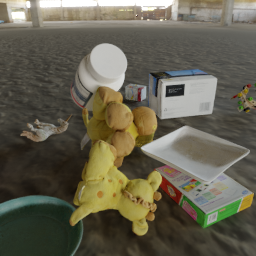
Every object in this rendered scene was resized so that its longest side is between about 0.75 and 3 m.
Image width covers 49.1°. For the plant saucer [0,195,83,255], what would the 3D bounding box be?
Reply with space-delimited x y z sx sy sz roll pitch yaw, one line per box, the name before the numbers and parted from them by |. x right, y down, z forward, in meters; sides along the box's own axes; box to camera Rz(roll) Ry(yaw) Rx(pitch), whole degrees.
plant saucer | -2.203 2.386 5.853 2.536 0.456 2.536 0 25 0

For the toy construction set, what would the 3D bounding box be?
toy construction set | 5.371 -1.317 13.144 1.177 1.277 1.532 -25 12 -20

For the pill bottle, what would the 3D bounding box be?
pill bottle | -0.981 -1.657 9.406 1.529 1.529 2.557 -12 -10 -24

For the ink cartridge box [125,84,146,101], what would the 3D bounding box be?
ink cartridge box | 0.388 -1.843 14.506 0.935 0.676 0.679 11 28 22

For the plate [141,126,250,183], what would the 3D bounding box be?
plate | 1.982 0.761 8.337 2.362 0.383 2.368 -21 33 -39

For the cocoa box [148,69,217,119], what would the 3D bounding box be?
cocoa box | 2.382 -1.600 12.735 2.585 1.724 1.696 -7 26 -15

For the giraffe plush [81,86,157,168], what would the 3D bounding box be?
giraffe plush | -0.018 0.082 9.255 2.351 2.502 2.900 -3 -12 -29

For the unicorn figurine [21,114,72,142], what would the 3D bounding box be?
unicorn figurine | -3.122 0.038 10.724 1.238 0.666 1.803 19 44 14

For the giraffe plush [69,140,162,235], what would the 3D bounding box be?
giraffe plush | -0.205 1.457 6.636 1.826 1.943 2.252 19 13 -9

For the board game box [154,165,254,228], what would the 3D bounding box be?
board game box | 1.945 1.578 7.570 1.626 0.429 2.125 -13 28 -25
